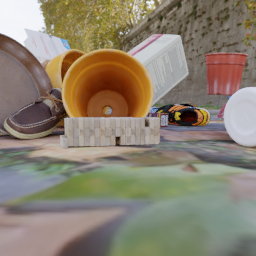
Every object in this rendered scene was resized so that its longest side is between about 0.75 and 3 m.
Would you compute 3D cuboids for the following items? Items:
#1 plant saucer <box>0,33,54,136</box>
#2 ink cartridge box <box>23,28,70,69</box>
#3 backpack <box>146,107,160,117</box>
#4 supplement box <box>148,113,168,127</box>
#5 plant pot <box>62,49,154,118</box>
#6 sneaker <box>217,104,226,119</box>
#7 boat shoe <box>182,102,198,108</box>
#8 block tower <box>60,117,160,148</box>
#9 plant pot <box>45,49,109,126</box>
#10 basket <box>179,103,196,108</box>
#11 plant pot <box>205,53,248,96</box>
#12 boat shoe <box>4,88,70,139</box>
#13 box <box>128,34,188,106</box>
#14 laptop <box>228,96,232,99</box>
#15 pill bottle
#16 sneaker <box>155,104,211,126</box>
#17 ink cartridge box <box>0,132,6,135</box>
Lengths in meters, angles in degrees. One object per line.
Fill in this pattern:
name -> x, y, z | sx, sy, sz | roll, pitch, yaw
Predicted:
plant saucer -> -2.686, -0.921, 6.314 | 0.434, 2.523, 2.523 | -22, -6, 27
ink cartridge box -> -2.622, -2.433, 9.100 | 0.633, 1.082, 1.866 | -31, -12, 27
backpack -> 1.289, -0.814, 14.966 | 0.847, 0.624, 0.928 | 3, 5, 30
supplement box -> 0.983, -0.276, 9.358 | 0.353, 0.455, 0.825 | -1, 5, -24
plant pot -> -0.447, -0.576, 6.365 | 1.828, 1.828, 1.674 | 0, -11, -4
sneaker -> 4.791, -0.625, 12.814 | 0.736, 0.795, 1.972 | 29, -3, -13
boat shoe -> 2.566, -0.669, 12.833 | 2.306, 0.830, 0.784 | -15, 18, -36
block tower -> -0.286, 0.049, 5.064 | 1.815, 0.525, 0.490 | -3, 5, -17
plant pot -> -2.138, -1.017, 8.953 | 2.146, 2.344, 2.344 | -15, -3, 28
basket -> 2.365, -0.571, 11.420 | 1.033, 0.779, 1.146 | -3, -1, 19
plant pot -> 3.013, -1.656, 8.789 | 1.279, 1.244, 1.279 | 2, 9, 0
boat shoe -> -1.706, -0.549, 6.388 | 0.882, 0.880, 2.444 | 37, 34, 15
box -> 0.566, -1.514, 7.465 | 1.895, 1.211, 1.032 | -40, 39, -25
laptop -> 3.739, -0.626, 7.258 | 1.695, 1.049, 1.810 | -18, 0, 11
pill bottle -> 2.757, -0.220, 5.123 | 1.817, 1.019, 1.019 | -3, 6, -28
sneaker -> 1.737, -0.465, 9.869 | 2.137, 0.747, 0.962 | 6, 4, 36
ink cartridge box -> -4.020, -0.503, 6.848 | 2.077, 1.301, 1.335 | 4, 5, 37
